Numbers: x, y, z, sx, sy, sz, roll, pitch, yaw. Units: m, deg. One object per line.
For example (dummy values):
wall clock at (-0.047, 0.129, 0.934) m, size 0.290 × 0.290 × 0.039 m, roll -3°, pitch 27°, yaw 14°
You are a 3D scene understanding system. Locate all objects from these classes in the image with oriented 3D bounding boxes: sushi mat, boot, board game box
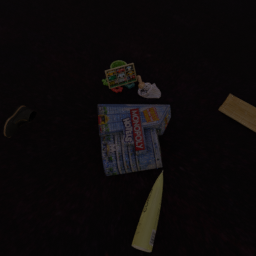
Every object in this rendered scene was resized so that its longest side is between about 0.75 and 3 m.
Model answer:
sushi mat at (3.491, -0.431, 8.370) m, size 1.432 × 0.087 × 0.685 m, roll 36°, pitch 76°, yaw 22°
boot at (-2.977, -0.144, 7.728) m, size 0.688 × 0.386 × 0.995 m, roll 17°, pitch 77°, yaw 35°
board game box at (0.263, 0.124, 7.676) m, size 2.032 × 0.627 × 2.034 m, roll -11°, pitch 57°, yaw 4°

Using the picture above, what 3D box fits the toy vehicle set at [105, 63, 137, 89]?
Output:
toy vehicle set at (-0.215, -1.658, 8.914) m, size 0.939 × 0.584 × 0.125 m, roll -18°, pitch 21°, yaw -8°

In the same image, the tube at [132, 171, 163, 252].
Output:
tube at (0.557, 1.951, 6.675) m, size 0.530 × 0.474 × 1.826 m, roll -14°, pitch 48°, yaw 48°

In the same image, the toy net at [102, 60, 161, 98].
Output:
toy net at (0.145, -1.441, 9.036) m, size 1.949 × 0.376 × 1.023 m, roll 30°, pitch 61°, yaw 18°
